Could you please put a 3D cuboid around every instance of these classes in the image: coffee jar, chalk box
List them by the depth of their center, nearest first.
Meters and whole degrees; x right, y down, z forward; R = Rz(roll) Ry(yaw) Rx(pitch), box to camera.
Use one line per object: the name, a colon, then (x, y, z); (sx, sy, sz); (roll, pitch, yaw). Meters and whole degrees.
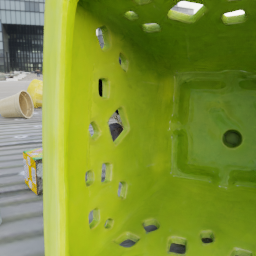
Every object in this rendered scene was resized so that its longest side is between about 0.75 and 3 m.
chalk box: (-1.123, 0.617, 4.502); (0.928, 0.577, 0.574); (-8, 15, -38)
coffee jar: (0.086, 0.146, 6.574); (1.208, 0.630, 0.516); (-7, 24, -32)

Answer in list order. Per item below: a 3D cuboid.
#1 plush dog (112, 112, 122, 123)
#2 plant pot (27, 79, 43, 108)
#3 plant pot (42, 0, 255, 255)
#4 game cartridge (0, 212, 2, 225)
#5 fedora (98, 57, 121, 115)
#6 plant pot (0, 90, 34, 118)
plush dog: (-0.062, -0.574, 7.424); (1.021, 1.273, 1.093); (14, -13, -21)
plant pot: (-3.973, -1.514, 13.249); (1.235, 1.312, 1.312); (16, 12, 0)
plant pot: (0.922, 0.096, 2.612); (2.523, 2.535, 2.301); (4, 5, 19)
game cartridge: (-2.052, 0.775, 3.340); (1.112, 0.740, 0.231); (3, 12, 13)
fedora: (0.374, -0.892, 5.483); (2.448, 1.118, 2.448); (29, -19, 11)
plant pot: (-4.278, -0.818, 10.561); (0.978, 1.068, 1.068); (-9, 10, 9)
